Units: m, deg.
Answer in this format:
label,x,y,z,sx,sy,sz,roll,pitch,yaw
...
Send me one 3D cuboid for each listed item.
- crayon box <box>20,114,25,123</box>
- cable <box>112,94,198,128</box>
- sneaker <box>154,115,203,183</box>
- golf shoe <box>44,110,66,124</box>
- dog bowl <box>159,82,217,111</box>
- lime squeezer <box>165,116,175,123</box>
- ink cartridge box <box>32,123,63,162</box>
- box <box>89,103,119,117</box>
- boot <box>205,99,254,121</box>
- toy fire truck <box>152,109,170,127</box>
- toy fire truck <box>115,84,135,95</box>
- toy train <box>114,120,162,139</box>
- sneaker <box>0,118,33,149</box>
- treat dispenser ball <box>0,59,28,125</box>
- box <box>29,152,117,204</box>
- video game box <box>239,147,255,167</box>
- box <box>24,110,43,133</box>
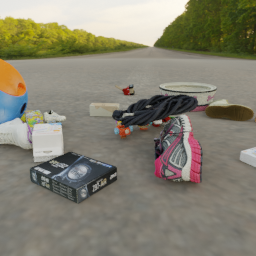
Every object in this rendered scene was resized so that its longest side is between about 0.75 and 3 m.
label,x,y,z,sx,sy,sz,roll,pitch,yaw
crayon box,-4.110,-0.273,10.876,0.595,0.238,0.937,-16,27,-33
cable,1.035,-0.693,9.047,2.916,0.741,2.379,-16,7,-23
sneaker,1.196,0.401,7.423,1.084,1.171,2.904,-1,18,3
golf shoe,-2.694,-0.429,10.382,0.419,0.520,1.069,-10,4,25
dog bowl,2.917,-1.565,13.835,2.774,1.023,2.774,0,18,0
lime squeezer,1.174,-0.383,10.798,2.146,0.405,0.758,-3,-4,32
ink cartridge box,-2.265,0.408,7.993,0.804,0.784,1.251,-4,18,-13
box,-1.024,-0.796,12.272,1.248,0.485,0.592,1,18,3
boot,4.382,-0.820,12.090,1.890,0.681,1.461,6,17,20
toy fire truck,1.340,-0.299,10.608,0.846,0.961,0.618,-33,8,45
toy fire truck,-0.194,-2.340,16.997,1.104,0.710,0.972,-10,18,5
toy train,0.261,-0.001,9.878,1.769,0.492,1.329,-11,22,-22
sneaker,-3.561,0.290,8.644,1.105,0.830,2.218,-21,19,-28
treat dispenser ball,-4.965,-1.138,9.829,2.748,2.748,2.748,0,18,0
box,-1.276,1.086,6.581,1.629,0.355,1.305,13,22,35
video game box,3.940,0.847,7.410,1.259,0.323,1.382,-12,21,-27
box,-3.203,-0.120,9.584,0.505,0.828,0.798,-8,19,-24
